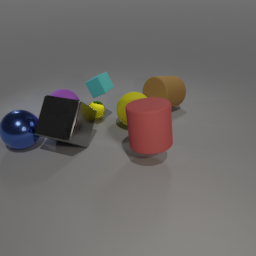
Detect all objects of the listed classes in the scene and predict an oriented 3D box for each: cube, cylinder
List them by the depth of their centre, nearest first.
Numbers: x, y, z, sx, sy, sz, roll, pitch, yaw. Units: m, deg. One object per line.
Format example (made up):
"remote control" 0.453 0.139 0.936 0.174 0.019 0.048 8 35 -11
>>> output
"cylinder" 0.680 -0.098 8.820 1.400 1.400 1.400 -6 23 2
"cube" -2.118 -0.205 9.751 1.400 1.400 1.400 11 -8 19
"cube" -1.119 -1.711 11.134 0.700 0.700 0.700 -17 18 35
"cylinder" -1.313 -0.713 11.729 0.700 0.700 0.700 -2 -9 -4
"cylinder" 1.602 -1.587 12.379 1.400 1.400 1.400 -12 29 -44

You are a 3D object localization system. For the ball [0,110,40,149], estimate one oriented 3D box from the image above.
"ball" -3.783 0.055 9.868 1.400 1.400 1.400 0 29 0

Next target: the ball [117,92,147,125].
"ball" 0.245 -0.737 11.160 1.400 1.400 1.400 0 29 0

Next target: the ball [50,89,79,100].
"ball" -2.654 -0.904 11.563 1.400 1.400 1.400 0 29 0
